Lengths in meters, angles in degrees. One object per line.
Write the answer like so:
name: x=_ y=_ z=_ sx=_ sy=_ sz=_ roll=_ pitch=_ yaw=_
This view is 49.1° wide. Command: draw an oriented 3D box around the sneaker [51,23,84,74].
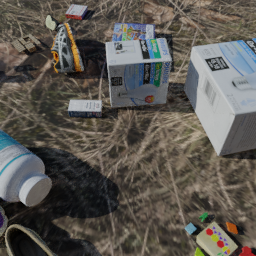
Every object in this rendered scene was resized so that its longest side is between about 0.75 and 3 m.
sneaker: x=-2.327 y=-2.909 z=10.120 sx=0.968 sy=0.981 sz=2.506 roll=-19 pitch=52 yaw=-4

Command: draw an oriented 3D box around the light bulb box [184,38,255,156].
light bulb box: x=3.499 y=-1.013 z=8.034 sx=2.831 sy=1.767 sz=2.806 roll=-10 pitch=52 yaw=-8

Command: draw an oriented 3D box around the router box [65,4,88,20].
router box: x=-2.255 y=-5.112 z=12.335 sx=0.741 sy=0.202 sz=0.825 roll=11 pitch=52 yaw=9

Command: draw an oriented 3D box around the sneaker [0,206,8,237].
sneaker: x=-3.795 y=1.476 z=6.461 sx=2.684 sy=1.120 sz=1.082 roll=31 pitch=57 yaw=23

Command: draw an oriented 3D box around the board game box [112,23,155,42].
board game box: x=0.218 y=-3.119 z=10.591 sx=1.641 sy=0.418 sz=2.425 roll=3 pitch=51 yaw=2

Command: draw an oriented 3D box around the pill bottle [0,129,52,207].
pill bottle: x=-2.903 y=0.958 z=6.803 sx=2.213 sy=1.226 sz=1.226 roll=31 pitch=57 yaw=22

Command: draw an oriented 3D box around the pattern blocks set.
pattern blocks set: x=1.988 y=2.563 z=6.228 sx=1.205 sy=0.111 sz=1.371 roll=-22 pitch=55 yaw=-17

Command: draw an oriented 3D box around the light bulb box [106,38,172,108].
light bulb box: x=0.291 y=-1.639 z=8.531 sx=1.793 sy=1.777 sz=1.119 roll=-5 pitch=52 yaw=-3

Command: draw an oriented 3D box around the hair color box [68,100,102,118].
hair color box: x=-1.307 y=-0.597 z=8.646 sx=0.985 sy=0.298 sz=0.493 roll=1 pitch=51 yaw=1

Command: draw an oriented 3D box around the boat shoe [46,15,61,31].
boat shoe: x=-3.078 y=-4.304 z=11.596 sx=0.378 sy=0.442 sz=1.207 roll=3 pitch=32 yaw=-41

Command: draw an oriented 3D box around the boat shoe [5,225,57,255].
boat shoe: x=-1.577 y=2.967 z=5.423 sx=0.951 sy=0.856 sz=2.637 roll=-35 pitch=59 yaw=-25

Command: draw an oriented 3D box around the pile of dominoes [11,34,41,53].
pile of dominoes: x=-3.982 y=-3.260 z=10.943 sx=0.886 sy=0.181 sz=1.137 roll=-30 pitch=49 yaw=-21
